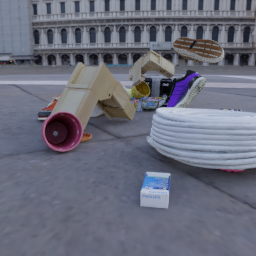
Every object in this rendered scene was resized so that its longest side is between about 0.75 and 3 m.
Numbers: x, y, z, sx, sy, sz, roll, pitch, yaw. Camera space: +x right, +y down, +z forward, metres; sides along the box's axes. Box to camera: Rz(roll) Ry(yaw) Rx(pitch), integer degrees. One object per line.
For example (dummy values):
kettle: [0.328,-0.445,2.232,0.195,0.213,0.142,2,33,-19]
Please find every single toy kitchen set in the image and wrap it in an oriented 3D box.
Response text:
toy kitchen set: [0.992,-2.248,12.388,1.424,1.287,1.578,25,-35,-26]
toy kitchen set: [-1.512,-0.546,9.820,2.185,2.416,2.678,8,-26,32]

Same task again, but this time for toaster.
toaster: [1.912,-2.076,15.055,2.321,1.523,2.567,8,15,26]

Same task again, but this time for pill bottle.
pill bottle: [-0.962,-1.316,12.276,1.323,1.323,2.383,7,15,27]

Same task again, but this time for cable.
cable: [2.022,0.119,6.507,2.988,1.034,2.987,1,8,-4]

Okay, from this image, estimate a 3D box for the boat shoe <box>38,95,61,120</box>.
boat shoe: [-2.791,-0.946,11.691,1.037,0.912,2.914,6,16,17]

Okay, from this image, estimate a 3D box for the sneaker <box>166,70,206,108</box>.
sneaker: [2.005,-1.363,10.966,0.742,2.134,1.061,8,38,-53]

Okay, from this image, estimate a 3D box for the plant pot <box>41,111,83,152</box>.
plant pot: [-1.801,0.106,7.365,1.021,1.021,0.914,-7,0,-27]

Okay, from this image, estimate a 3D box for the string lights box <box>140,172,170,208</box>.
string lights box: [0.488,1.038,4.816,0.448,0.257,0.873,3,14,10]

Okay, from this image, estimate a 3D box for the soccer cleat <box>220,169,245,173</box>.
soccer cleat: [1.974,0.612,6.085,0.401,0.495,1.148,-13,19,-43]

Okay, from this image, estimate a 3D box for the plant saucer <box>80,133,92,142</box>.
plant saucer: [-1.450,0.281,8.263,0.767,0.124,0.767,-1,14,0]

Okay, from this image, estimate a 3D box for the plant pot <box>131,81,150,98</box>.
plant pot: [0.492,-1.722,13.064,0.879,0.879,0.624,-12,-16,-41]

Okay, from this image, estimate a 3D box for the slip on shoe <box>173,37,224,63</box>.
slip on shoe: [2.099,-2.227,8.311,1.802,0.685,0.546,29,-13,44]

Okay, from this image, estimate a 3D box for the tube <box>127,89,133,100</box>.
tube: [0.075,-1.972,16.571,2.943,0.854,0.764,-6,-27,-33]

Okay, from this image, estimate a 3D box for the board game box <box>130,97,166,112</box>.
board game box: [0.752,-1.104,13.149,1.697,0.523,1.696,6,16,21]

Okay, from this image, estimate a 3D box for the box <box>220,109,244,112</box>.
box: [4.231,-0.550,11.384,0.927,0.268,1.166,4,14,16]
